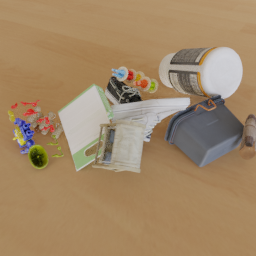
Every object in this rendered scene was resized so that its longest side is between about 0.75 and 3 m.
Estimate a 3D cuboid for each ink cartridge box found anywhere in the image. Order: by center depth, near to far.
[{"bbox_3d":[-1.081,-0.012,7.970,1.520,0.501,2.089,-34,63,18],"label":"ink cartridge box"}]

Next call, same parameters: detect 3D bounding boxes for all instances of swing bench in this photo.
[{"bbox_3d":[-0.215,0.456,6.809,0.745,1.148,1.142,17,74,-31],"label":"swing bench"}]

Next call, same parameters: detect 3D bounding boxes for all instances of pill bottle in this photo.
[{"bbox_3d":[2.297,-1.892,9.459,1.581,1.581,2.717,-19,21,-21],"label":"pill bottle"}]

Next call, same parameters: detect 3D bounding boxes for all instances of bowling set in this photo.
[{"bbox_3d":[-2.592,-0.217,8.549,0.836,1.201,0.645,2,58,48],"label":"bowling set"}]

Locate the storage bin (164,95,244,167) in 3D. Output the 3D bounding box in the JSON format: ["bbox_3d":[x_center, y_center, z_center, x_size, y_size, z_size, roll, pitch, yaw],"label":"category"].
[{"bbox_3d":[2.305,0.072,7.907,2.007,1.461,1.348,-23,55,-25],"label":"storage bin"}]

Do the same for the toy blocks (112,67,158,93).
[{"bbox_3d":[0.205,-1.666,9.563,1.195,0.521,1.434,36,21,33],"label":"toy blocks"}]

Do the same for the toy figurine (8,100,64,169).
[{"bbox_3d":[-2.793,0.268,8.103,1.015,1.153,1.925,-26,89,-38],"label":"toy figurine"}]

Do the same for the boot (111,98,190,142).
[{"bbox_3d":[0.615,-0.204,7.898,2.403,1.148,0.884,-5,3,31],"label":"boot"}]

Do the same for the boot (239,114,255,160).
[{"bbox_3d":[3.255,0.226,7.474,0.419,1.193,0.872,10,62,20],"label":"boot"}]

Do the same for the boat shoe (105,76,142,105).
[{"bbox_3d":[0.029,-1.053,9.486,0.853,0.789,2.312,-3,34,-33],"label":"boat shoe"}]
